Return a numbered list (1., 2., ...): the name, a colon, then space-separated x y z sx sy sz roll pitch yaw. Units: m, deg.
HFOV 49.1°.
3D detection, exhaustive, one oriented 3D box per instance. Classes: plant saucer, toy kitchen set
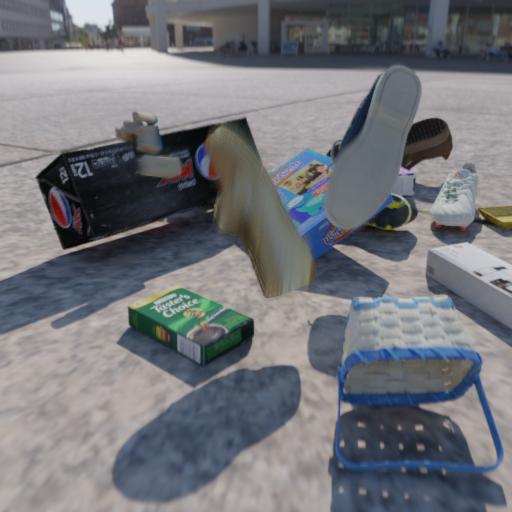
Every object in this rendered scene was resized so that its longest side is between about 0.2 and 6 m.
1. plant saucer: 5.030 -0.748 11.136 0.920 0.223 0.920 -5 24 -11
2. toy kitchen set: -1.927 -1.837 9.844 0.677 1.149 0.921 0 -14 -41

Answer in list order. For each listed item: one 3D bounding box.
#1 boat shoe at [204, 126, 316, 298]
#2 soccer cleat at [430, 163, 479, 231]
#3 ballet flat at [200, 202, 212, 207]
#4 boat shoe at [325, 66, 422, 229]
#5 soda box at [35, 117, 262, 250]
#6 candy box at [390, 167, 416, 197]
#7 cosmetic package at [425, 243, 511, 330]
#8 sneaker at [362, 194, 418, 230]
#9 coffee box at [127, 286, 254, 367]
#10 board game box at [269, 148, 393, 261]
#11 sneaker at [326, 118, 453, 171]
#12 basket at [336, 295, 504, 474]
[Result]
1. boat shoe: -0.118 -0.548 6.974 0.764 2.303 0.852 -28 -12 -14
2. soccer cleat: 4.070 -1.237 11.352 0.852 0.953 2.458 10 25 23
3. ballet flat: -0.813 -1.553 12.575 0.650 0.650 1.751 17 28 35
4. boat shoe: 1.690 -1.620 8.613 0.996 2.661 0.823 20 -7 -8
5. soda box: -1.770 -1.448 10.504 4.153 1.470 1.315 -24 7 -41
6. candy box: 2.664 -1.770 13.110 1.595 0.571 1.338 -7 24 -18
7. cosmetic package: 3.365 0.365 8.149 0.782 0.480 1.896 -7 24 -19
8. sneaker: 2.105 -0.920 11.040 2.262 0.842 0.957 20 12 38
9. coffee box: -0.862 0.850 7.184 1.473 0.324 0.906 20 30 39
10. board game box: 0.909 -0.992 10.216 1.956 0.579 2.572 -36 33 -9
11. sneaker: 3.406 -2.489 14.430 3.212 1.213 1.131 -10 51 25
12. basket: 1.490 1.237 5.411 1.452 1.146 1.647 1 49 5
